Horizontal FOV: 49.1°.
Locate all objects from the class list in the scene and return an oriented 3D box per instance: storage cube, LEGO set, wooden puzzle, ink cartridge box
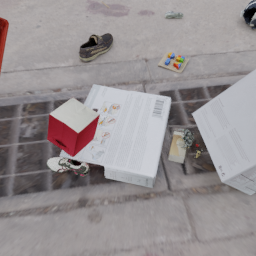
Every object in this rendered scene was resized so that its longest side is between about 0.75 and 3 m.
[{"bbox_3d":[-1.201,-0.031,6.154,0.778,0.818,0.911,33,46,12],"label":"storage cube"},{"bbox_3d":[1.727,0.368,7.570,0.929,0.263,0.604,34,64,-15],"label":"LEGO set"},{"bbox_3d":[1.656,-2.432,10.162,0.935,0.217,0.866,21,54,16],"label":"wooden puzzle"},{"bbox_3d":[-0.210,0.084,7.874,2.460,0.617,2.834,10,52,9],"label":"ink cartridge box"}]

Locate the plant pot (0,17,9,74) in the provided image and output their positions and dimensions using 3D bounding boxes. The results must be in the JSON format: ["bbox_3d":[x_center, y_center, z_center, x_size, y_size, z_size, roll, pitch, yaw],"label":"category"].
[{"bbox_3d":[-3.352,-1.542,5.564,1.402,1.237,1.404,12,80,-36],"label":"plant pot"}]

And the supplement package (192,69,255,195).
[{"bbox_3d":[3.084,0.082,6.602,1.577,2.145,2.051,26,38,-40],"label":"supplement package"}]

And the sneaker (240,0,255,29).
[{"bbox_3d":[5.769,-4.411,11.230,1.735,1.064,2.667,-35,59,-24],"label":"sneaker"}]

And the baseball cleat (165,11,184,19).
[{"bbox_3d":[2.006,-4.956,12.167,0.809,0.282,0.430,1,51,-1],"label":"baseball cleat"}]

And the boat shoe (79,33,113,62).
[{"bbox_3d":[-1.145,-3.123,10.443,0.654,0.643,1.755,27,56,20],"label":"boat shoe"}]

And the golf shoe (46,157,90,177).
[{"bbox_3d":[-1.570,0.904,7.279,1.175,0.518,0.454,8,52,8],"label":"golf shoe"}]

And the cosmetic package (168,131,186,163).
[{"bbox_3d":[1.394,0.523,7.716,0.437,0.296,0.832,11,52,9],"label":"cosmetic package"}]
